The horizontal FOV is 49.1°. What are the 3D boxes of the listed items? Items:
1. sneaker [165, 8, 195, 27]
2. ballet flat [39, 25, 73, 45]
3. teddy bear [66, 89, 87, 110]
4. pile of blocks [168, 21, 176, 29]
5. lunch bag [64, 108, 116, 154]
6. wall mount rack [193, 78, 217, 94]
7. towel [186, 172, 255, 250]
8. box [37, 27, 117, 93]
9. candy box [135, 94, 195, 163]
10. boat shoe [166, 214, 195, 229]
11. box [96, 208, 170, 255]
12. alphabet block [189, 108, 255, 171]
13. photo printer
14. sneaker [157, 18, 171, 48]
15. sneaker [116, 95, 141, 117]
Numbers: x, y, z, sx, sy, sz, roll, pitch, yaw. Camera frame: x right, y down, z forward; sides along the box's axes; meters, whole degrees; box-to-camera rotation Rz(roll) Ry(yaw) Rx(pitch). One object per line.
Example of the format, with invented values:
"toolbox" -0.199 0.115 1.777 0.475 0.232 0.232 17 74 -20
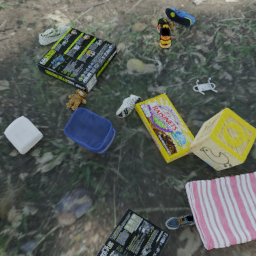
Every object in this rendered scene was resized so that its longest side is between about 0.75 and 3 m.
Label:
"sneaker" 2.596 -5.574 13.924 1.570 0.517 0.615 33 56 17
"ballet flat" -3.348 -4.475 13.206 1.811 0.629 0.629 -28 64 -15
"teddy bear" -2.086 -1.176 11.442 0.730 0.336 1.007 41 68 19
"pile of blocks" 2.022 -5.109 13.776 0.759 0.236 0.311 27 63 15
"lunch bag" -1.400 0.132 10.217 1.762 1.166 1.197 27 78 13
"wall mount rack" 3.272 -1.688 11.723 0.953 0.355 0.828 -11 61 -5
"towel" 3.431 2.543 8.985 2.883 0.431 2.109 -5 60 -14
"box" -2.190 -3.089 12.399 2.539 0.625 2.629 23 63 15
"candy box" 1.467 -0.075 10.790 1.367 0.353 2.675 -21 62 -16
"boat shoe" 1.710 2.965 8.967 0.990 0.450 0.350 -10 60 -6
"box" 0.118 3.585 8.158 1.508 0.793 1.841 28 48 15
"alphabet block" 3.258 0.430 9.666 1.428 1.462 1.436 35 66 0
"photo printer" -3.895 0.211 10.336 1.214 0.421 1.010 41 79 20
"sneaker" 1.748 -4.647 13.142 0.626 0.805 1.790 -2 63 0
"sneaker" -0.050 -0.885 11.252 0.505 0.468 1.245 33 61 31
